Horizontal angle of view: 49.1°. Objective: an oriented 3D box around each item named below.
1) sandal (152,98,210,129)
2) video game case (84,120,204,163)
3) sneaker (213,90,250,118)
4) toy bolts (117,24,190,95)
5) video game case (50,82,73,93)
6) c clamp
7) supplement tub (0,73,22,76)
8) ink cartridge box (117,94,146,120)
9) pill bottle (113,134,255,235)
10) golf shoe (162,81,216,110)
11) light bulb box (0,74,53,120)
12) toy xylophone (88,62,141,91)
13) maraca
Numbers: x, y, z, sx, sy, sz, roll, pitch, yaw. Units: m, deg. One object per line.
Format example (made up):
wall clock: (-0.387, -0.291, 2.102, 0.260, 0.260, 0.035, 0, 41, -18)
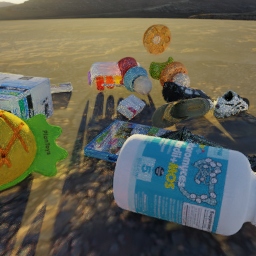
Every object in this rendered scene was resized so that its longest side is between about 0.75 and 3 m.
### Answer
sandal: (1.390, -0.430, 7.835, 1.726, 0.693, 0.466, -15, -1, 30)
video game case: (0.457, 0.447, 7.178, 2.597, 0.231, 1.859, 11, 29, 21)
sneaker: (3.567, -0.915, 9.392, 1.749, 0.774, 0.648, -19, 30, -37)
toy bolts: (1.024, -2.347, 10.707, 2.682, 2.562, 1.860, -23, 40, -13)
video game case: (-2.877, -1.678, 11.686, 1.077, 0.119, 0.980, -8, 27, -15)
c clamp: (2.010, 0.639, 6.417, 2.858, 0.387, 2.441, 20, 34, 20)
supplement tub: (-4.189, -1.402, 10.019, 1.481, 1.073, 1.073, 10, 27, 19)
ink cartridge box: (0.109, -0.693, 9.119, 0.589, 0.338, 0.811, 37, 39, 11)
pill bottle: (1.114, 0.958, 4.779, 2.501, 1.385, 1.385, 9, 27, 18)
golf shoe: (2.080, -1.052, 9.793, 1.003, 0.825, 2.123, -7, 31, -38)
light bulb box: (-3.628, -0.665, 8.251, 2.035, 1.281, 2.053, 6, 27, 12)
toy xylophone: (-0.442, -2.137, 11.852, 2.592, 0.651, 1.898, 3, 47, -4)
maraca: (-2.675, 0.395, 5.857, 2.781, 1.487, 1.906, -3, 64, -31)
